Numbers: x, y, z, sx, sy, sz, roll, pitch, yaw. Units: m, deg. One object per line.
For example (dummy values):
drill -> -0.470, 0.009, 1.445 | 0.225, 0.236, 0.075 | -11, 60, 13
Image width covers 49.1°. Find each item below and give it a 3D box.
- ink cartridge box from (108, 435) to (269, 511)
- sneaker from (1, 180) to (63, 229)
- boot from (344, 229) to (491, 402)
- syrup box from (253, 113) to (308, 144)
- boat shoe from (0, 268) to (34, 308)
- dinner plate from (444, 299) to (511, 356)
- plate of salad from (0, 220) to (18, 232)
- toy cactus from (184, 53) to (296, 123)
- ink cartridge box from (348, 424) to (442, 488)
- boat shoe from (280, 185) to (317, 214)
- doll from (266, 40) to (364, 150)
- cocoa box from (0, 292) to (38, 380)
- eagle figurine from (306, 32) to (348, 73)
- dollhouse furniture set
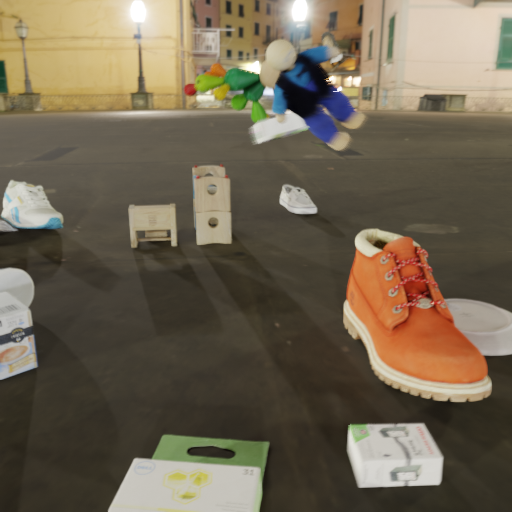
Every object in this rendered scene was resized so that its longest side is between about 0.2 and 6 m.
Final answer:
ink cartridge box -> -0.496, 1.883, 4.708 | 1.099, 0.362, 1.511 | 2, 20, 7
sneaker -> -5.062, -1.117, 12.554 | 2.275, 0.919, 0.870 | 19, 13, 41
boot -> 1.825, 0.604, 6.759 | 1.046, 1.495, 2.789 | -4, 20, -15
syrup box -> 0.495, -2.642, 11.537 | 1.022, 0.416, 0.403 | -18, 6, -9
boat shoe -> -4.275, 0.684, 7.264 | 0.950, 1.005, 2.803 | 9, 18, 23
dinner plate -> 2.964, 0.906, 7.856 | 1.741, 0.211, 1.741 | 0, 17, 0
plate of salad -> -5.990, -0.608, 11.750 | 1.846, 0.443, 1.846 | 10, 3, -1
toy cactus -> 0.056, -3.828, 12.847 | 2.921, 1.494, 2.410 | 12, -19, -32
ink cartridge box -> 1.232, 1.784, 5.037 | 0.716, 0.301, 0.521 | -1, 19, -3
boat shoe -> 1.068, -1.469, 14.338 | 0.602, 0.550, 1.672 | -5, 19, -15
doll -> 0.533, -1.587, 5.335 | 1.307, 0.891, 0.317 | 32, 4, -43
cocoa box -> -3.317, 1.024, 6.535 | 1.204, 0.790, 0.803 | -16, 24, -40
eagle figurine -> 1.493, -4.276, 11.812 | 0.575, 0.762, 0.578 | -32, 12, 43
dollhouse furniture set -> -1.609, -1.098, 11.856 | 2.029, 1.422, 1.430 | -3, 19, -8
